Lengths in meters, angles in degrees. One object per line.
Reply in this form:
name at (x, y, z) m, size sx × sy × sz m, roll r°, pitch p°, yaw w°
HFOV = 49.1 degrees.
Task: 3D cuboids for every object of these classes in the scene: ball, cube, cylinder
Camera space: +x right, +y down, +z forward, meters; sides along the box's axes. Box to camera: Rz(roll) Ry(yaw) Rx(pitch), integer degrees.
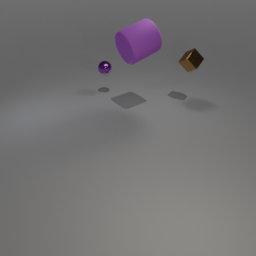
ball at (-1.178, -3.065, 14.259) m, size 0.700 × 0.700 × 0.700 m, roll 0°, pitch 30°, yaw 0°
cube at (2.906, -3.108, 12.888) m, size 0.700 × 0.700 × 0.700 m, roll -53°, pitch 19°, yaw -15°
cylinder at (0.411, -3.499, 11.387) m, size 1.400 × 1.400 × 1.400 m, roll -32°, pitch 40°, yaw -17°
